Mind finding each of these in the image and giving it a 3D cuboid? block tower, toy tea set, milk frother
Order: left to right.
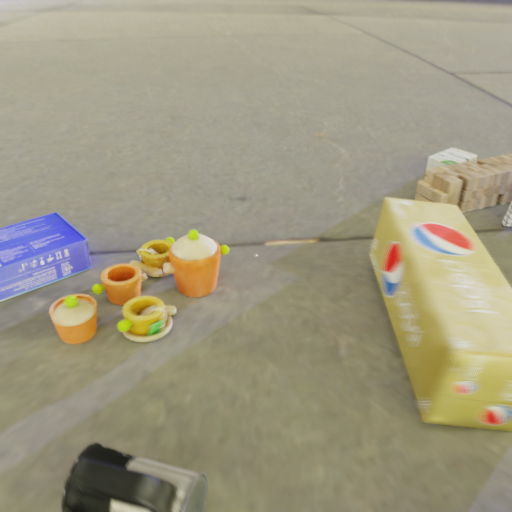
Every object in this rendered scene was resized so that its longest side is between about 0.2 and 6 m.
[{"bbox_3d":[-1.120,2.257,4.626,1.078,1.035,1.146,9,75,15],"label":"milk frother"},{"bbox_3d":[-1.547,0.281,7.541,1.520,0.946,2.556,16,35,24],"label":"toy tea set"},{"bbox_3d":[4.313,-1.367,10.489,2.621,0.708,0.758,-13,35,-20],"label":"block tower"}]

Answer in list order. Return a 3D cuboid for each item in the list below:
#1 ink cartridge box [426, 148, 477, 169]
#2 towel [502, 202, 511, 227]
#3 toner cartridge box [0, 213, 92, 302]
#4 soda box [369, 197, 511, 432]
[{"bbox_3d":[4.094,-1.922,11.722,0.881,0.366,0.646,-23,38,-33],"label":"ink cartridge box"},{"bbox_3d":[5.199,-1.143,9.379,1.811,1.499,0.775,-19,48,-26],"label":"towel"},{"bbox_3d":[-3.843,0.149,8.142,2.536,0.548,1.205,-22,37,-33],"label":"toner cartridge box"},{"bbox_3d":[2.299,0.508,6.884,1.103,1.042,3.255,6,32,-4],"label":"soda box"}]
